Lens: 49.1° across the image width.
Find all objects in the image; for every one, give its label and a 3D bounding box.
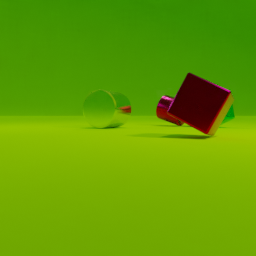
[{"bbox_3d":[1.267,-0.385,4.828,0.771,0.771,0.771,31,10,23],"label":"cube"},{"bbox_3d":[1.572,-0.616,9.743,0.884,0.884,0.884,22,15,33],"label":"cylinder"},{"bbox_3d":[2.626,-0.607,8.769,0.924,0.924,0.924,-3,-13,-10],"label":"cube"},{"bbox_3d":[-0.591,-0.547,8.242,1.084,1.084,1.084,1,3,24],"label":"cylinder"}]
